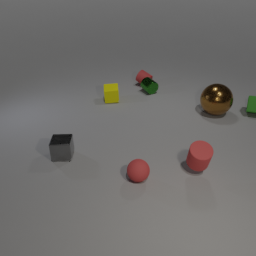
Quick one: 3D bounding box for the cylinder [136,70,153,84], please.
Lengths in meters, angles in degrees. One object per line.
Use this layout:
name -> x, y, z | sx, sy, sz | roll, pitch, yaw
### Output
cylinder -> 0.897, -2.759, 15.542 | 0.700, 0.700, 0.700 | 35, 40, 14

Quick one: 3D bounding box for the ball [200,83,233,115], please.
ball -> 3.886, -1.250, 12.305 | 1.400, 1.400, 1.400 | 0, 29, 0

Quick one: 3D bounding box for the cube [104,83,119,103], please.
cube -> -0.811, -1.703, 13.723 | 0.700, 0.700, 0.700 | -5, 39, -2

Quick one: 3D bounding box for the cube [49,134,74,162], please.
cube -> -2.273, 0.676, 9.658 | 0.700, 0.700, 0.700 | -1, 29, -2

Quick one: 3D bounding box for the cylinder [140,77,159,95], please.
cylinder -> 1.127, -2.219, 14.698 | 0.700, 0.700, 0.700 | -17, 42, -27

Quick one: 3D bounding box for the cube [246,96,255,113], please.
cube -> 5.651, -1.019, 12.370 | 0.700, 0.700, 0.700 | 10, 4, 21

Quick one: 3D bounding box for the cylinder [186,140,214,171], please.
cylinder -> 2.175, 0.853, 8.528 | 0.700, 0.700, 0.700 | 0, 52, 0

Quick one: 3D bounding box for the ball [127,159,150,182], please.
ball -> 0.315, 1.289, 8.525 | 0.700, 0.700, 0.700 | 0, 29, 0
